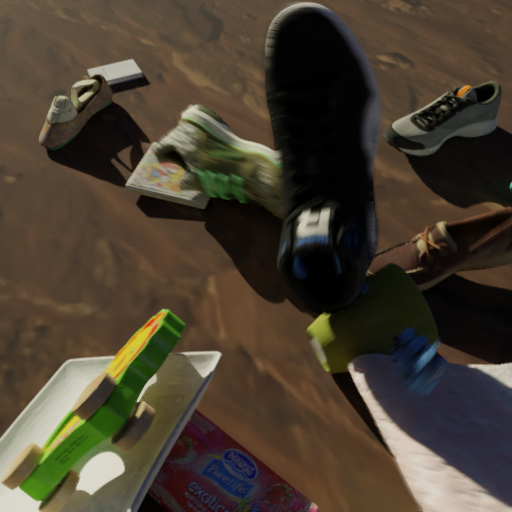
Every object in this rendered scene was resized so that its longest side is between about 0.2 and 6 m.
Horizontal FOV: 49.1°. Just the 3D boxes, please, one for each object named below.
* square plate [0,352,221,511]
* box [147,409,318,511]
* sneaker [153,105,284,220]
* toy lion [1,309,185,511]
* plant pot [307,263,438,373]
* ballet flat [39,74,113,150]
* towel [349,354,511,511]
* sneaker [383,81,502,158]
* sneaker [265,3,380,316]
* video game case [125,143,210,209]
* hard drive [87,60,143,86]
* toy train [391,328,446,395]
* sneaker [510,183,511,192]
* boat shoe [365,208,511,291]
[{"bbox_3d":[-1.817,2.053,5.772,2.585,0.368,2.561,-9,32,33],"label":"square plate"},{"bbox_3d":[-0.310,2.502,5.773,1.769,0.882,0.844,31,55,26],"label":"box"},{"bbox_3d":[-0.563,-1.253,9.053,1.330,1.154,3.001,-39,56,-20],"label":"sneaker"},{"bbox_3d":[-1.480,1.393,5.652,0.642,1.869,1.792,42,20,-11],"label":"toy lion"},{"bbox_3d":[1.376,0.919,7.111,1.331,1.246,1.246,-23,51,-6],"label":"plant pot"},{"bbox_3d":[-3.531,-2.875,10.793,0.698,0.690,2.051,17,50,14],"label":"ballet flat"},{"bbox_3d":[2.450,1.877,5.790,2.386,0.403,2.498,4,24,-14],"label":"towel"},{"bbox_3d":[3.437,-2.590,10.336,2.528,1.002,0.934,-22,53,-17],"label":"sneaker"},{"bbox_3d":[0.757,-0.908,6.179,1.249,3.418,1.912,-6,27,19],"label":"sneaker"},{"bbox_3d":[-1.372,-1.429,9.786,1.404,0.161,1.277,13,49,8],"label":"video game case"},{"bbox_3d":[-3.060,-3.950,12.146,1.023,0.130,0.675,-20,51,-17],"label":"hard drive"},{"bbox_3d":[1.536,1.002,5.429,0.300,0.396,0.693,30,15,-25],"label":"toy train"},{"bbox_3d":[4.486,-0.377,8.516,0.977,0.951,2.454,-23,42,34],"label":"sneaker"},{"bbox_3d":[2.618,-0.146,7.996,2.377,0.856,0.858,-13,45,7],"label":"boat shoe"}]
